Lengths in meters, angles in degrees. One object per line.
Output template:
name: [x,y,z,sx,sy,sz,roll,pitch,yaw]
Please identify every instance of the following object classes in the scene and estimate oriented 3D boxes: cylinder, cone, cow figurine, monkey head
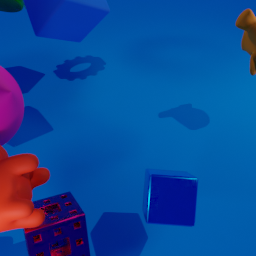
cylinder: [-2.772,-3.266,6.052,1.101,1.101,1.101,7,88,6]
cone: [-2.071,-0.428,4.217,1.687,1.681,1.681,-3,34,48]
cow figurine: [-1.862,0.795,3.943,1.410,0.786,1.433,-10,53,6]
monkey head: [3.192,-2.214,6.559,1.299,1.805,1.088,10,34,-42]

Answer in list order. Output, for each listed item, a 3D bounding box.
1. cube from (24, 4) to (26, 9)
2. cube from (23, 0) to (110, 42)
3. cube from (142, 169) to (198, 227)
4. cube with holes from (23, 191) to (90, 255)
cube: [-2.341,-4.012,7.429,1.256,1.256,1.256,-29,14,14]
cube: [-1.289,-2.605,5.701,1.152,1.152,1.152,-10,76,-48]
cube: [0.693,1.162,4.814,0.789,0.789,0.789,5,89,-1]
cube with holes: [-1.139,1.627,4.326,0.833,0.833,0.833,-11,16,-24]
